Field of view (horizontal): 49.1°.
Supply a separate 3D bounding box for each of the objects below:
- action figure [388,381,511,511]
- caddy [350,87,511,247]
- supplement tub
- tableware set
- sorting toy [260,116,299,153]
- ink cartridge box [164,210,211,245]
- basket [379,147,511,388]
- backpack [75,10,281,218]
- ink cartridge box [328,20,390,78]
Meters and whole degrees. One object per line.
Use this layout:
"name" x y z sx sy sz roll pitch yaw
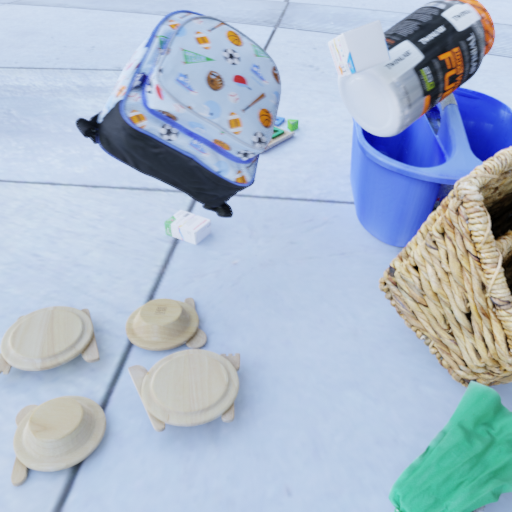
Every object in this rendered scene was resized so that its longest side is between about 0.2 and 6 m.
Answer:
"action figure" 2.559 2.837 7.154 2.492 0.681 1.472 -29 46 -24
"caddy" 4.038 -2.463 12.698 3.736 2.774 5.285 1 36 2
"supplement tub" 3.085 -3.671 10.687 2.793 1.711 1.711 -38 47 -14
"tableware set" -2.221 1.744 8.878 3.880 0.450 3.241 -10 36 -13
"sorting toy" -0.025 -3.622 16.276 1.788 0.432 3.175 26 43 31
"ink cartridge box" -1.478 -0.625 12.203 0.839 0.352 0.608 19 40 25
"basket" 4.452 0.008 8.540 3.940 2.936 2.812 -25 66 -29
"backpack" -1.049 -2.858 10.165 3.253 2.506 3.099 30 53 -30
"ink cartridge box" 1.644 -3.309 9.035 0.635 0.646 0.878 -22 14 -3
